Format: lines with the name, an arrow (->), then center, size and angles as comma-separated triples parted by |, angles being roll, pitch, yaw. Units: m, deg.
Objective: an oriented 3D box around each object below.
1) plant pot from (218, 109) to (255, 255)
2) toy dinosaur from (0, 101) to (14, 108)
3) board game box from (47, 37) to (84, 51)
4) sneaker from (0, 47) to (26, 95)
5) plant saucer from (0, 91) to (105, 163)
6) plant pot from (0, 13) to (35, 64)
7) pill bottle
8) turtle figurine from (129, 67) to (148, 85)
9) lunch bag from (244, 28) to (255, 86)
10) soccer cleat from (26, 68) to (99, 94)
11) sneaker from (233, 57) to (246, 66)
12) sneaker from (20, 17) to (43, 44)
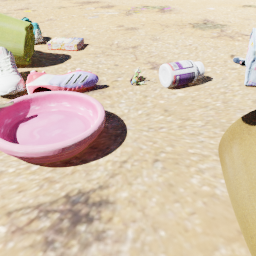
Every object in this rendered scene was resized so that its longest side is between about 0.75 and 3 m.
plant pot -> 2.576, 1.250, 4.184 | 2.320, 2.320, 2.489 | 7, 46, 11
toy dinosaur -> -4.368, 0.015, 7.016 | 2.903, 0.689, 1.279 | -13, 54, -2
board game box -> -3.155, -4.304, 14.270 | 1.559, 0.361, 1.181 | 6, 33, 9
sneaker -> -4.388, -2.087, 9.860 | 1.079, 1.376, 2.770 | -17, 36, -25
plant saucer -> -2.038, -0.050, 7.280 | 2.923, 0.741, 2.923 | 0, 33, 0
plant pot -> -5.307, -3.721, 11.725 | 2.435, 2.649, 2.649 | 10, 32, -8
pill bottle -> 1.985, -2.012, 10.232 | 1.537, 0.856, 0.856 | -13, 35, -20
turtle figurine -> 0.473, -1.908, 10.373 | 0.563, 0.783, 0.759 | 36, 30, -7
lunch bag -> 5.791, -2.719, 10.478 | 2.483, 1.862, 2.928 | 9, 44, 16
soccer cleat -> -2.209, -1.472, 9.645 | 2.450, 0.817, 0.937 | -2, 66, -16
sneaker -> 4.867, -2.856, 12.071 | 0.793, 0.297, 0.335 | 26, 36, 34
sneaker -> -5.532, -5.465, 15.328 | 1.157, 1.189, 2.986 | -27, 41, -36
